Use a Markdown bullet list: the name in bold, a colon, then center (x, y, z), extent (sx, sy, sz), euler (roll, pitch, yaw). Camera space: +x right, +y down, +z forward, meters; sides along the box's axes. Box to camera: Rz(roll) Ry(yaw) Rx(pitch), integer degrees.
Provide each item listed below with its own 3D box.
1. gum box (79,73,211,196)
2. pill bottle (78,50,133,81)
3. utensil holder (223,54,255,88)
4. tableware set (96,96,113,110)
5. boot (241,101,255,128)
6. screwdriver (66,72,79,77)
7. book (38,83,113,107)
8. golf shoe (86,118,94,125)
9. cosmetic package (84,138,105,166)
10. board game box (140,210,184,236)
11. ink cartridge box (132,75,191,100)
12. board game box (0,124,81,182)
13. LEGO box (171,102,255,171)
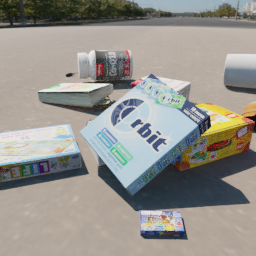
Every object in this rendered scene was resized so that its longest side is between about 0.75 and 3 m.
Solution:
- **gum box**: center (0.368, 0.040, 6.926), extent (2.502, 0.557, 2.126), euler (-40, 53, -7)
- **pill bottle**: center (-1.208, -3.274, 14.667), extent (2.741, 1.561, 1.561), euler (-4, 25, -10)
- **utensil holder**: center (5.872, -2.813, 13.847), extent (1.991, 1.692, 1.692), euler (8, 26, 22)
- **tableware set**: center (-1.085, -1.073, 11.755), extent (0.761, 0.231, 1.152), euler (-16, 25, -14)
- **boot**: center (5.110, -0.381, 9.619), extent (2.271, 0.837, 1.757), euler (3, 22, 35)
- **screwdriver**: center (-3.045, -3.193, 16.448), extent (1.413, 0.206, 0.197), euler (-18, 31, -41)
- **book**: center (-2.251, -1.539, 12.198), extent (2.736, 0.658, 1.828), euler (5, 24, 28)
- **golf shoe**: center (-1.176, -0.109, 9.564), extent (0.397, 0.327, 0.840), euler (4, 26, 9)
- **cosmetic package**: center (-0.770, 0.464, 8.207), extent (0.683, 0.419, 1.654), euler (-9, 26, -21)
- **board game box**: center (0.648, 1.861, 5.506), extent (0.829, 0.143, 0.561), euler (1, 25, 2)
- **ink cartridge box**: center (1.418, -1.539, 11.971), extent (2.106, 0.882, 1.519), euler (15, 29, 30)
- **board game box**: center (-2.885, 0.655, 7.696), extent (2.881, 0.493, 1.937), euler (-8, 26, -17)
- **LEGO box**: center (2.043, 0.129, 8.259), extent (2.503, 0.966, 1.864), euler (-12, 27, -24)
